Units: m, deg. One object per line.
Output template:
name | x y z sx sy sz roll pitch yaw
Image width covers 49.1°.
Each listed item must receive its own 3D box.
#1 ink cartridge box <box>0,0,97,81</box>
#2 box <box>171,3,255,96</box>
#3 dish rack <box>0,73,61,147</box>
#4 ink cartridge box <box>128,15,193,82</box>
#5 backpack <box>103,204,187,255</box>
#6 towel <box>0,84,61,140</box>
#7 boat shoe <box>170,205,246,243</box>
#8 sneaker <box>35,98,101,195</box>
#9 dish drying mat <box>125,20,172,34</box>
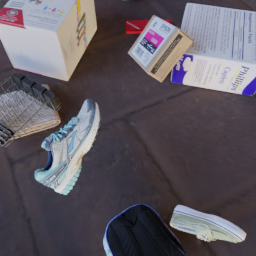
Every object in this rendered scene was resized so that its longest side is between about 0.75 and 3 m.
ink cartridge box | -2.603 -3.551 9.626 2.126 2.116 2.926 14 58 9
box | 3.070 -2.659 9.402 2.797 1.468 2.572 12 60 8
dish rack | -3.342 -0.504 8.073 1.803 0.641 2.351 29 62 17
ink cartridge box | 0.909 -2.471 8.569 0.681 1.494 1.813 25 20 -33
backpack | 0.247 2.641 6.127 1.477 1.186 1.614 -25 64 -23
towel | -3.481 -0.454 8.620 2.487 0.429 1.648 -19 60 -12
boat shoe | 1.503 1.950 5.450 1.505 0.542 0.467 5 55 47
sneaker | -1.285 0.296 6.003 0.934 0.840 2.163 24 80 -21
dish drying mat | 0.832 -4.045 11.111 1.841 0.168 0.707 -3 56 -1
